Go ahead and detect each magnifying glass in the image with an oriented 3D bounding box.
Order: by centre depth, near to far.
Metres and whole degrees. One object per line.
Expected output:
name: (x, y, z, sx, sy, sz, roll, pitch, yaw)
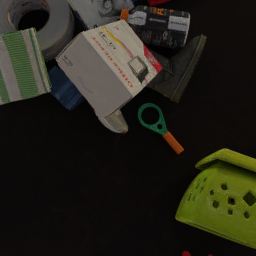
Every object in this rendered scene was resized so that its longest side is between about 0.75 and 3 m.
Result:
magnifying glass: (0.986, 0.019, 8.311, 0.714, 0.201, 1.795, -39, 84, -6)

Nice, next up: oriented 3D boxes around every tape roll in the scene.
tape roll: (-2.885, -3.253, 8.506, 2.418, 0.799, 2.418, 0, 82, 0)

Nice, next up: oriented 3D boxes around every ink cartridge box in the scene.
ink cartridge box: (-0.305, -1.522, 6.759, 1.005, 2.347, 1.732, -35, 99, 32)
ink cartridge box: (-0.774, -4.244, 8.137, 2.272, 0.461, 2.268, -41, 126, -6)

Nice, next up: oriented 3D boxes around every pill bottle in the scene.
pill bottle: (0.748, -3.023, 8.339, 1.988, 1.056, 1.056, 9, 81, 1)

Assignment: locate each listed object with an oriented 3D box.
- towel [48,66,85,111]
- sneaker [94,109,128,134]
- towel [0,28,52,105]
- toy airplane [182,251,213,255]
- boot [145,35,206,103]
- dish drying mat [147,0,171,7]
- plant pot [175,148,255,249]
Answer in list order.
towel: (-1.935, -1.179, 8.431, 1.323, 0.321, 0.738, 44, 84, 5)
sneaker: (-0.547, -0.790, 7.997, 0.936, 0.770, 2.034, -39, 83, 21)
towel: (-3.576, -1.657, 7.979, 2.516, 0.294, 1.919, -11, 106, 8)
toy airplane: (2.001, 3.899, 7.693, 1.170, 0.215, 1.170, 0, 83, 0)
boot: (0.750, -2.182, 8.382, 2.615, 0.949, 2.377, 26, 80, 11)
dish drying mat: (1.883, -4.894, 9.026, 2.972, 0.270, 1.141, -21, 81, -3)
plant pot: (2.632, 1.774, 7.118, 2.159, 2.148, 1.959, 19, 75, 3)
